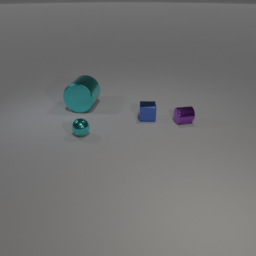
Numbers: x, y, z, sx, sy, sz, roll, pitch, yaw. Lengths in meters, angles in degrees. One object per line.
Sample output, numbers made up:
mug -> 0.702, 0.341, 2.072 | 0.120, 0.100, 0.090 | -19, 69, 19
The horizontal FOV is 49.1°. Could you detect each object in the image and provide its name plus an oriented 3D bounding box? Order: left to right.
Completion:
ball -> -1.848, -0.032, 10.932 | 0.700, 0.700, 0.700 | 0, 28, 0
cylinder -> -2.146, -1.621, 13.192 | 1.400, 1.400, 1.400 | 5, 28, 9
cube -> 0.862, -0.726, 12.265 | 0.700, 0.700, 0.700 | 1, 28, 1
cylinder -> 2.391, -0.553, 11.934 | 0.700, 0.700, 0.700 | -6, 28, -11
